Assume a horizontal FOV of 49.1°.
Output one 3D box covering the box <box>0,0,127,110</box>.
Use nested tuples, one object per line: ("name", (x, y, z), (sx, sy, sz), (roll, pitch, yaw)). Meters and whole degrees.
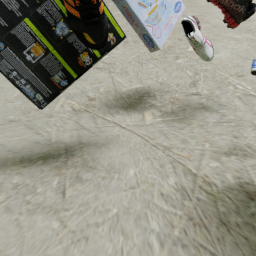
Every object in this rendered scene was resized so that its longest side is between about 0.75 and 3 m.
("box", (-1.524, -1.845, 4.926), (2.230, 2.309, 0.549), (-43, 33, -2))

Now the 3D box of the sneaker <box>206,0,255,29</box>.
("sneaker", (2.429, -3.163, 6.631), (0.897, 1.835, 0.649), (-14, 56, 45))

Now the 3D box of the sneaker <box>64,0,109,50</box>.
("sneaker", (-0.720, -2.035, 4.269), (0.639, 1.826, 0.822), (-14, 28, -1))

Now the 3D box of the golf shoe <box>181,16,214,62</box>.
("golf shoe", (1.599, -2.067, 6.612), (0.539, 1.171, 0.425), (-29, 0, -44))

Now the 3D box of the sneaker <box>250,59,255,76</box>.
("sneaker", (2.756, -1.176, 5.463), (0.782, 0.349, 0.307), (9, -11, -19))

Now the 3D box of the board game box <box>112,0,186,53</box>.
("board game box", (0.567, -3.296, 7.235), (0.391, 1.894, 1.899), (-5, 47, 48))
